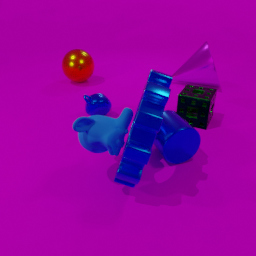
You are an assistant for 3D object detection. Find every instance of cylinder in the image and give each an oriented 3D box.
[{"bbox_3d":[0.943,0.173,5.888,0.850,0.850,0.850,-10,32,-17],"label":"cylinder"}]

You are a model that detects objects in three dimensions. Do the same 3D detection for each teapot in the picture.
[{"bbox_3d":[-0.786,-0.634,7.432,1.139,0.708,0.558,22,44,-55],"label":"teapot"}]

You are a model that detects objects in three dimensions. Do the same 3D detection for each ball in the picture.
[{"bbox_3d":[-1.702,-2.132,9.590,1.117,1.117,1.117,0,30,0],"label":"ball"}]

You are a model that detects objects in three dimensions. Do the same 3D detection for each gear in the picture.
[{"bbox_3d":[0.251,0.006,4.955,0.376,2.032,2.032,18,31,0],"label":"gear"}]

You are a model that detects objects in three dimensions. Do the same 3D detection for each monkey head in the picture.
[{"bbox_3d":[-0.400,-0.005,4.876,0.812,0.970,1.348,26,-1,14],"label":"monkey head"}]

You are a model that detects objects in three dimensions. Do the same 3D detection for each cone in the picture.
[{"bbox_3d":[2.100,-1.891,9.465,1.567,1.561,1.561,-17,26,18],"label":"cone"}]

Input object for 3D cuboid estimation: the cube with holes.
[{"bbox_3d":[1.760,-0.564,7.226,0.801,0.801,0.801,14,33,22],"label":"cube with holes"}]
